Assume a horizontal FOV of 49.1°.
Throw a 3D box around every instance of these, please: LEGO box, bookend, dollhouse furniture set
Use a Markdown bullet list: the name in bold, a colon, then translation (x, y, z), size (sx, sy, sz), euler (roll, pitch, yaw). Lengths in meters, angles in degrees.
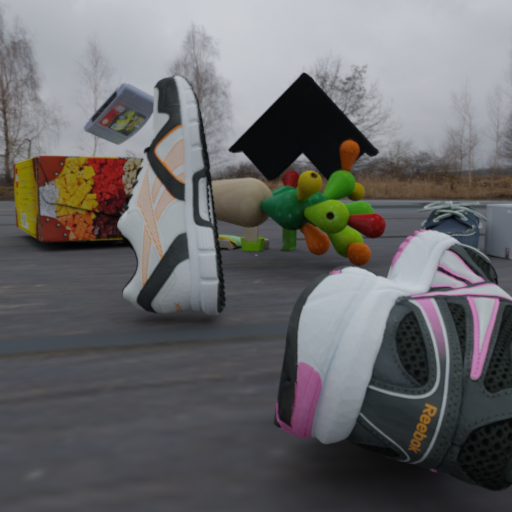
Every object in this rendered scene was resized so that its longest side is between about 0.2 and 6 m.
- **LEGO box**: translation (-3.362, -1.265, 11.937), size (2.980, 1.544, 4.001), euler (-4, 8, -29)
- **bookend**: translation (0.820, -1.784, 9.459), size (1.773, 1.784, 0.822), euler (-43, -1, 18)
- **dollhouse furniture set**: translation (-0.146, -0.464, 10.328), size (1.751, 0.676, 0.875), euler (3, 7, 23)

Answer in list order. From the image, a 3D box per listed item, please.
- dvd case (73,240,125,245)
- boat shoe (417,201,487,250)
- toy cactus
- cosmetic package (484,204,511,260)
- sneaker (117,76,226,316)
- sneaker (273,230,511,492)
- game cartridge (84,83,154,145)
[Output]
- **dvd case**: translation (-3.024, -0.430, 12.195), size (1.433, 0.154, 1.927), euler (3, 8, 24)
- **boat shoe**: translation (3.247, -0.454, 9.273), size (1.099, 0.908, 2.936), euler (4, 8, 29)
- **toy cactus**: translation (0.476, -0.819, 7.946), size (2.544, 1.576, 3.083), euler (5, 20, -3)
- **cosmetic package**: translation (4.646, -0.423, 9.199), size (1.666, 0.890, 0.751), euler (0, 8, -15)
- **sneaker**: translation (-0.813, -0.567, 4.905), size (0.899, 2.247, 0.828), euler (-7, -17, 1)
- **sneaker**: translation (0.993, 0.501, 2.735), size (0.983, 0.915, 2.278), euler (22, 21, 26)
- **game cartridge**: translation (-2.546, -2.658, 10.665), size (1.312, 0.268, 0.873), euler (-36, -29, 29)
